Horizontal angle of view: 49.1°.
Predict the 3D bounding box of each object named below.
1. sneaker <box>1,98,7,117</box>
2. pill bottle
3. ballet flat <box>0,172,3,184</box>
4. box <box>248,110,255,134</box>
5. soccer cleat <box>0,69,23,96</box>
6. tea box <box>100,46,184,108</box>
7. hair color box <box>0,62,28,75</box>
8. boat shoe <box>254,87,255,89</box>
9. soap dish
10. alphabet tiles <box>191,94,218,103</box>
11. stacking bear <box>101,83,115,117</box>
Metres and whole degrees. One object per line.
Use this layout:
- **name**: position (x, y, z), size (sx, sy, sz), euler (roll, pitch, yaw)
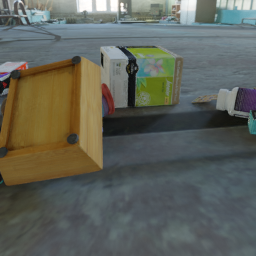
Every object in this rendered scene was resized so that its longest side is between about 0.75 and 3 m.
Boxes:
- **sneaker**: position (-3.242, -0.697, 9.751), size (2.223, 0.783, 0.840), euler (-8, 43, -6)
- **pill bottle**: position (4.001, -0.853, 9.533), size (1.783, 0.993, 0.993), euler (12, 27, 24)
- **ballet flat**: position (-3.721, 0.974, 6.017), size (1.937, 0.708, 0.708), euler (-2, 25, -6)
- **box**: position (4.767, -0.077, 8.442), size (2.043, 0.502, 0.841), euler (7, 26, 15)
- **soccer cleat**: position (-5.292, -1.857, 11.810), size (1.056, 0.984, 2.886), euler (9, 28, 29)
- **tea box**: position (0.412, -2.188, 11.324), size (2.768, 1.880, 2.813), euler (-5, 25, -10)
- **hair color box**: position (-5.875, -2.729, 13.910), size (1.148, 0.692, 2.261), euler (0, 26, 1)
- **boat shoe**: position (4.727, -1.085, 10.176), size (2.342, 0.865, 0.886), euler (10, 27, 20)
- **soap dish**: position (-1.700, -0.260, 6.301), size (2.186, 1.129, 2.779), euler (-10, 59, 10)
- **alphabet tiles**: position (3.185, -1.175, 11.012), size (1.113, 0.042, 0.930), euler (-2, 19, 37)
- **stacking bear**: position (-1.402, -0.644, 9.209), size (1.731, 1.051, 0.984), euler (-22, 72, -24)
